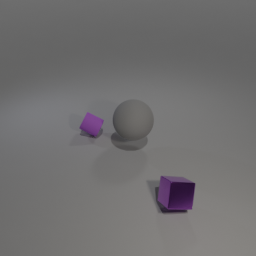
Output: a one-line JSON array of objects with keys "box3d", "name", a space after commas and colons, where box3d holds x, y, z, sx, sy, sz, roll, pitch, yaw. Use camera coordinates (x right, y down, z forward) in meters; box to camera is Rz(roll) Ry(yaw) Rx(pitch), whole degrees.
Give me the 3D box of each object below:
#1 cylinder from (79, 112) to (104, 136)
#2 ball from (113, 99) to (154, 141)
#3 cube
[{"box3d": [-1.369, -0.140, 10.532, 0.700, 0.700, 0.700, 27, 30, -9], "name": "cylinder"}, {"box3d": [0.178, -0.271, 9.499, 1.400, 1.400, 1.400, 0, 31, 0], "name": "ball"}, {"box3d": [1.263, 1.690, 7.366, 0.700, 0.700, 0.700, 6, 2, -16], "name": "cube"}]
